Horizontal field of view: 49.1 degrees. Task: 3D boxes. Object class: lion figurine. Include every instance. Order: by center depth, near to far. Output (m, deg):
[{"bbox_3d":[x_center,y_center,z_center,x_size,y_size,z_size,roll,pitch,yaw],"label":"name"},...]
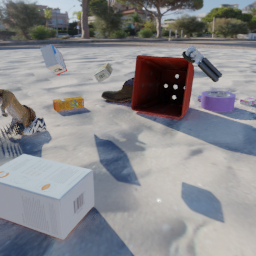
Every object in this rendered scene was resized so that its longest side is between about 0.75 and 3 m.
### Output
[{"bbox_3d":[-4.264,-0.720,10.409,0.901,2.487,1.523,-1,51,11],"label":"lion figurine"}]

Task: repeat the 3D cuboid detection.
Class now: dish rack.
[{"bbox_3d":[-4.299,0.176,9.804,1.343,0.366,1.030,-32,33,-16],"label":"dish rack"}]

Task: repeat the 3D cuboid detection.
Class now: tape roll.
[{"bbox_3d":[4.464,-1.363,13.940,1.623,0.690,1.623,0,20,0],"label":"tape roll"}]

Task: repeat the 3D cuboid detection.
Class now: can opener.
[{"bbox_3d":[2.715,-2.326,10.195,1.652,0.435,0.549,40,-9,-5],"label":"can opener"}]

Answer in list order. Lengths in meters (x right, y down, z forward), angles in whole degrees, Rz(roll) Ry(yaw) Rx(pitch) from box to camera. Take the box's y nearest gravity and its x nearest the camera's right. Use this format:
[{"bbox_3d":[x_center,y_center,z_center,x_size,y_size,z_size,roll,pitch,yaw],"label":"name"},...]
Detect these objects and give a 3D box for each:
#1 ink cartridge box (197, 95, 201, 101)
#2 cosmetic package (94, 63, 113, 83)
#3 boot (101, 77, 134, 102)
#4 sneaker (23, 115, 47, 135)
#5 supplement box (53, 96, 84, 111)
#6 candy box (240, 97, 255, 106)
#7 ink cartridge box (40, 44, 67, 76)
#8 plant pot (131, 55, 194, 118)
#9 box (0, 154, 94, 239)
[{"bbox_3d":[4.335,-1.579,15.153,1.062,0.235,0.499,8,21,20],"label":"ink cartridge box"},{"bbox_3d":[-0.848,-1.949,9.829,0.489,0.330,0.929,-29,21,15],"label":"cosmetic package"},{"bbox_3d":[-0.086,-2.119,14.949,2.846,1.379,1.063,5,21,14],"label":"boot"},{"bbox_3d":[-3.648,-0.147,10.736,1.020,0.664,0.407,-13,23,-31],"label":"sneaker"},{"bbox_3d":[-2.917,-1.207,13.811,1.461,0.486,0.503,-12,24,-28],"label":"supplement box"},{"bbox_3d":[6.319,-1.390,14.638,0.790,0.241,0.538,-15,26,-33],"label":"candy box"},{"bbox_3d":[-3.171,-2.931,12.255,0.537,0.928,1.597,-19,-3,4],"label":"ink cartridge box"},{"bbox_3d":[1.903,-1.999,13.388,2.564,2.567,2.262,12,12,28],"label":"plant pot"},{"bbox_3d":[-1.909,1.407,6.152,1.994,0.972,1.240,9,23,22],"label":"box"}]
